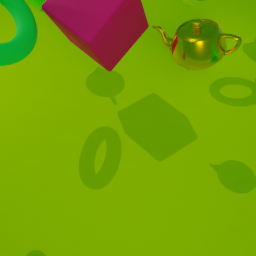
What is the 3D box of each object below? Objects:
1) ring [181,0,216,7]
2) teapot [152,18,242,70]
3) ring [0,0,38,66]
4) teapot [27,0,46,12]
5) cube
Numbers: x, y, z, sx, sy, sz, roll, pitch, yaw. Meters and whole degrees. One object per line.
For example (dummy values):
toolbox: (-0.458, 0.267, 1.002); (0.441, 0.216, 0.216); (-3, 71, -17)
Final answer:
ring: (1.917, -3.264, 6.368); (1.495, 1.495, 0.299); (-19, 86, -11)
teapot: (1.063, -1.393, 4.463); (1.422, 0.696, 0.884); (14, 55, 26)
ring: (-2.432, -1.892, 4.728); (1.846, 0.369, 1.846); (20, 57, -35)
teapot: (-1.917, -3.279, 6.808); (1.133, 1.823, 0.892); (-29, 104, 5)
cube: (-0.596, -2.257, 5.711); (1.356, 1.356, 1.356); (41, 90, 18)
